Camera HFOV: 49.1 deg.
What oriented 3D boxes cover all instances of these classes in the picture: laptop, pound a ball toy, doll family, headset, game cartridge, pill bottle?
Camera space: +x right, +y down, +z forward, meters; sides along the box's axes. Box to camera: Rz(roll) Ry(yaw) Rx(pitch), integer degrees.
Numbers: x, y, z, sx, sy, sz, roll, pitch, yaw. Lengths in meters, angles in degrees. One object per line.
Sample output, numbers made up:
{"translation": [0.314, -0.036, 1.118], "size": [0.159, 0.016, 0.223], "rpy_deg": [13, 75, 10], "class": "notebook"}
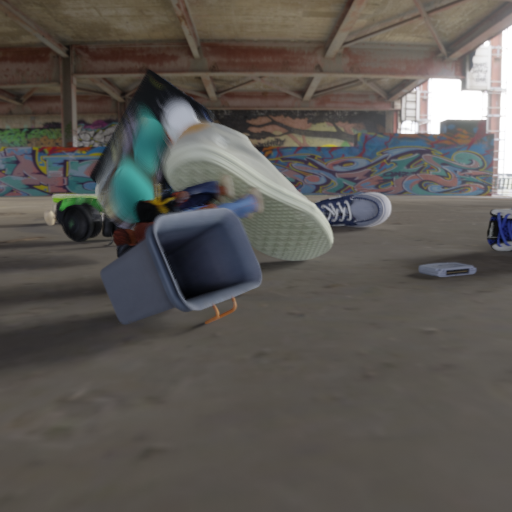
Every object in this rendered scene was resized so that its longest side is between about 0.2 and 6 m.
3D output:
{"translation": [-2.050, -1.876, 10.211], "size": [2.882, 2.554, 1.488], "rpy_deg": [39, 13, 23], "class": "laptop"}
{"translation": [-5.536, -1.277, 17.237], "size": [1.903, 0.809, 1.241], "rpy_deg": [-3, 34, -23], "class": "pound a ball toy"}
{"translation": [-1.007, -0.327, 6.804], "size": [1.472, 0.999, 2.546], "rpy_deg": [-15, -16, -29], "class": "doll family"}
{"translation": [-3.382, -0.904, 12.172], "size": [1.513, 1.151, 2.450], "rpy_deg": [-6, 28, -39], "class": "headset"}
{"translation": [2.741, 0.196, 8.103], "size": [0.718, 0.145, 0.479], "rpy_deg": [-3, 12, -25], "class": "game cartridge"}
{"translation": [-1.088, -1.841, 8.211], "size": [0.494, 0.494, 0.865], "rpy_deg": [-1, -10, -6], "class": "pill bottle"}

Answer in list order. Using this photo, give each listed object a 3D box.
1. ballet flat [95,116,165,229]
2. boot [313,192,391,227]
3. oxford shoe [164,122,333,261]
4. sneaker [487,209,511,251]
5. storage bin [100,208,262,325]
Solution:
{"translation": [-1.863, -1.097, 8.067], "size": [0.872, 0.872, 2.424], "rpy_deg": [0, 43, 3], "class": "ballet flat"}
{"translation": [2.397, -1.190, 15.818], "size": [1.231, 0.992, 2.726], "rpy_deg": [-14, 6, -37], "class": "boot"}
{"translation": [0.050, -0.880, 8.263], "size": [1.285, 0.987, 3.419], "rpy_deg": [-27, -39, 30], "class": "oxford shoe"}
{"translation": [4.922, -0.411, 10.063], "size": [1.384, 0.968, 2.397], "rpy_deg": [-1, 0, 17], "class": "sneaker"}
{"translation": [-0.726, 0.211, 5.449], "size": [0.944, 1.023, 1.406], "rpy_deg": [-25, -4, 31], "class": "storage bin"}
